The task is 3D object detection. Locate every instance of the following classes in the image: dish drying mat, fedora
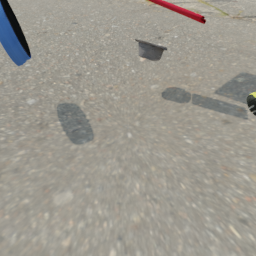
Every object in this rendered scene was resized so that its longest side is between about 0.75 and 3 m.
[{"bbox_3d":[1.362,-3.832,8.831,2.275,0.207,0.874,30,25,15],"label":"dish drying mat"},{"bbox_3d":[0.780,-2.754,10.060,1.142,0.583,1.291,28,21,37],"label":"fedora"}]

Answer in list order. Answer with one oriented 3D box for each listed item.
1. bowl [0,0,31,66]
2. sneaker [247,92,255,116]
[{"bbox_3d":[-3.503,-2.996,8.163,0.459,2.340,2.340,-22,40,-5],"label":"bowl"},{"bbox_3d":[3.305,-0.590,6.015,1.685,0.659,0.761,10,74,-13],"label":"sneaker"}]
